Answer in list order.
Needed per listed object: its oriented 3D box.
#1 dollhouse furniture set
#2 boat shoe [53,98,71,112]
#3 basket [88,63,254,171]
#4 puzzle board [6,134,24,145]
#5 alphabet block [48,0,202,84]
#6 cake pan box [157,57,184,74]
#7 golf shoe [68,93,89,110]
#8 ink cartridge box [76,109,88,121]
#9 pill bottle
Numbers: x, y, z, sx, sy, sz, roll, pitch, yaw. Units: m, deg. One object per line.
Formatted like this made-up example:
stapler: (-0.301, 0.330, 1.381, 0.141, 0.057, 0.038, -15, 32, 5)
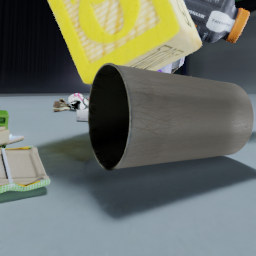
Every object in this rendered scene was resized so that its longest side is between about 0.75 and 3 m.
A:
dollhouse furniture set: (-1.881, 0.493, 3.856, 1.039, 0.803, 2.079, 3, 25, -33)
boat shoe: (-3.252, -1.184, 14.034, 0.593, 0.594, 1.605, 1, 9, 7)
basket: (0.690, -0.162, 4.477, 2.248, 1.529, 2.027, 1, 9, -21)
puzzle board: (-3.272, 0.293, 5.689, 1.401, 0.162, 1.859, 3, 9, 16)
alphabet block: (0.045, -2.866, 7.495, 2.733, 2.718, 2.783, -25, -1, 25)
cake pan box: (0.788, -2.646, 10.902, 2.500, 0.654, 2.303, 17, 36, 23)
golf shoe: (-2.568, -1.323, 14.045, 0.945, 0.745, 2.052, -9, 18, -37)
ink cartridge box: (-1.344, -0.490, 10.154, 0.657, 0.381, 0.890, 4, 8, 25)
pill bottle: (2.336, -3.761, 9.107, 2.910, 1.546, 1.546, 23, 12, 7)
